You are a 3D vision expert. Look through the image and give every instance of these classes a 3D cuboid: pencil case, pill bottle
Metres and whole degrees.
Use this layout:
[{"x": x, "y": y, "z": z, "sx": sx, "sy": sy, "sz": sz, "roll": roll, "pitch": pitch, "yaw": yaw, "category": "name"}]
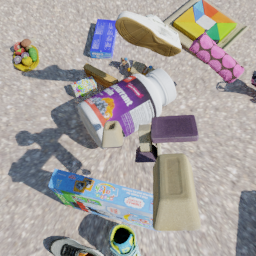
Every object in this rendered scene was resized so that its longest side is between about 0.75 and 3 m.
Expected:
[{"x": 2.601, "y": -2.058, "z": 8.206, "sx": 1.650, "sy": 0.773, "sz": 0.749, "roll": 43, "pitch": 106, "yaw": -3, "category": "pencil case"}, {"x": 0.033, "y": -0.712, "z": 8.856, "sx": 2.902, "sy": 1.617, "sz": 1.617, "roll": -31, "pitch": 67, "yaw": -15, "category": "pill bottle"}]

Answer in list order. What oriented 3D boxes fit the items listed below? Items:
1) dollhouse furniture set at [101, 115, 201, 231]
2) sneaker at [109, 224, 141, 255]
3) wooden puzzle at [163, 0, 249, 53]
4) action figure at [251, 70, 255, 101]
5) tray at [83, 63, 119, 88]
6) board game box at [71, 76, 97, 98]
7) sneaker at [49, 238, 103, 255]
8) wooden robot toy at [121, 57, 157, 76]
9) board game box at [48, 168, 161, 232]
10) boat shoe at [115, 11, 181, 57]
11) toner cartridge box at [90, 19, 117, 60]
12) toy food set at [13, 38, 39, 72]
[{"x": 0.386, "y": 1.101, "z": 5.006, "sx": 1.826, "sy": 1.635, "sz": 2.304, "roll": -4, "pitch": 35, "yaw": 8, "category": "dollhouse furniture set"}, {"x": 0.046, "y": 3.326, "z": 6.910, "sx": 0.811, "sy": 1.332, "sz": 2.040, "roll": -24, "pitch": 66, "yaw": -13, "category": "sneaker"}, {"x": 3.031, "y": -4.112, "z": 11.248, "sx": 2.813, "sy": 0.524, "sz": 2.602, "roll": 40, "pitch": 70, "yaw": 19, "category": "wooden puzzle"}, {"x": 4.869, "y": -1.393, "z": 9.510, "sx": 1.488, "sy": 1.108, "sz": 0.997, "roll": 37, "pitch": 74, "yaw": -17, "category": "action figure"}, {"x": -0.928, "y": -1.764, "z": 9.929, "sx": 1.356, "sy": 0.669, "sz": 0.251, "roll": 31, "pitch": 75, "yaw": 15, "category": "tray"}, {"x": -1.548, "y": -1.445, "z": 9.917, "sx": 0.804, "sy": 0.414, "sz": 0.422, "roll": -24, "pitch": 65, "yaw": -12, "category": "board game box"}, {"x": -1.356, "y": 3.270, "z": 7.354, "sx": 1.534, "sy": 0.608, "sz": 0.567, "roll": 14, "pitch": 65, "yaw": 9, "category": "sneaker"}, {"x": 0.413, "y": -1.969, "z": 10.200, "sx": 1.766, "sy": 0.778, "sz": 0.801, "roll": 21, "pitch": 100, "yaw": 10, "category": "wooden robot toy"}, {"x": -0.383, "y": 1.926, "z": 7.178, "sx": 2.845, "sy": 2.152, "sz": 0.520, "roll": 12, "pitch": 63, "yaw": 7, "category": "board game box"}, {"x": 0.496, "y": -2.313, "z": 6.604, "sx": 1.987, "sy": 0.704, "sz": 0.689, "roll": 13, "pitch": 72, "yaw": -43, "category": "boat shoe"}, {"x": -0.923, "y": -3.507, "z": 11.010, "sx": 0.839, "sy": 0.381, "sz": 1.766, "roll": 6, "pitch": 62, "yaw": 4, "category": "toner cartridge box"}, {"x": -3.940, "y": -2.924, "z": 10.619, "sx": 0.961, "sy": 0.533, "sz": 1.633, "roll": -13, "pitch": 63, "yaw": -7, "category": "toy food set"}]
